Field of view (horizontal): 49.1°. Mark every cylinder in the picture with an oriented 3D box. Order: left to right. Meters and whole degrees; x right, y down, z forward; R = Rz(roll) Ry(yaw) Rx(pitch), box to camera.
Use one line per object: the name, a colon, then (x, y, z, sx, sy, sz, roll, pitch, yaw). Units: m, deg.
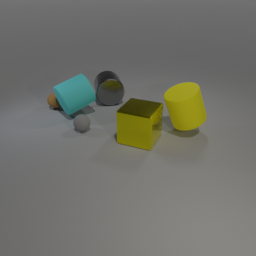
cylinder: (-2.398, -1.517, 12.621, 1.400, 1.400, 1.400, -31, 38, -18)
cylinder: (-0.975, -2.037, 14.217, 1.400, 1.400, 1.400, -5, 29, -10)
cylinder: (2.255, -0.853, 11.011, 1.400, 1.400, 1.400, -17, 31, 11)

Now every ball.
ball: (-3.509, -1.327, 13.415, 0.700, 0.700, 0.700, 0, 29, 0)
ball: (-1.901, -0.217, 11.544, 0.700, 0.700, 0.700, 0, 29, 0)

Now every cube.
cube: (0.472, -0.188, 10.816, 1.400, 1.400, 1.400, 12, 31, 20)
